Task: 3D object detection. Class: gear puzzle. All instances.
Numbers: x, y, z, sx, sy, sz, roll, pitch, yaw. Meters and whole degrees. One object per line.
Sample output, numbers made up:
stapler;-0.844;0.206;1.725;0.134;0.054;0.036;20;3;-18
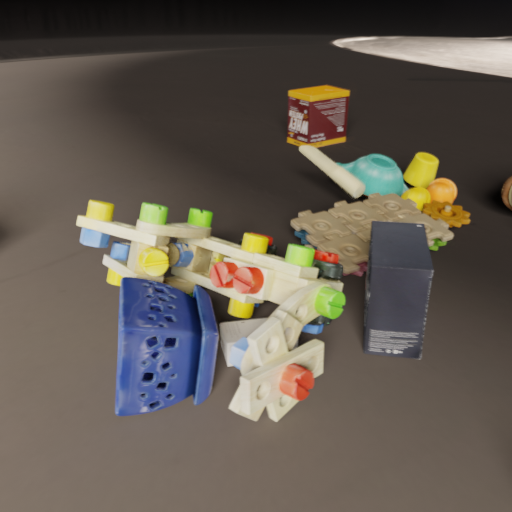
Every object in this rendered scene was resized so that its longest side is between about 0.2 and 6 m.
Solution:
gear puzzle;2.415;-0.480;10.156;3.512;0.460;1.819;-16;41;-26

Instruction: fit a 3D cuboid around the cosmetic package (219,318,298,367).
cosmetic package;0.032;1.086;7.203;0.926;0.376;0.523;-7;26;-12

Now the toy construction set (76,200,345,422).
toy construction set;-0.372;0.365;7.109;2.495;1.753;3.805;7;22;-48

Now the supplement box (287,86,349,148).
supplement box;1.746;-3.959;15.956;1.455;1.475;0.979;-18;32;-31

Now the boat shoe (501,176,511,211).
boat shoe;5.814;-1.380;11.585;2.783;1.001;0.946;-7;21;-33

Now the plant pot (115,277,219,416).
plant pot;-1.054;1.017;6.504;1.090;1.212;1.212;2;26;-13

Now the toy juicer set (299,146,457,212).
toy juicer set;2.610;-1.422;11.699;3.252;0.885;2.069;1;38;-17

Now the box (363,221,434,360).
box;1.856;0.405;7.507;0.752;1.316;1.445;5;26;9
